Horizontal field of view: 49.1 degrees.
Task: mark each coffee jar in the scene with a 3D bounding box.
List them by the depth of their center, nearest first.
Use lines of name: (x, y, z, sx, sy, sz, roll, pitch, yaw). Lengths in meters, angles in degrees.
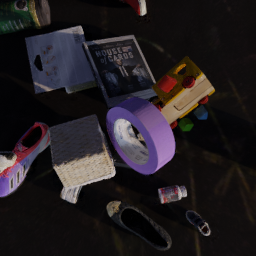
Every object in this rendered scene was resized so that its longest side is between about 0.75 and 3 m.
coffee jar: (-4.470, -4.679, 11.625, 2.432, 1.038, 1.268, -10, 62, -3)

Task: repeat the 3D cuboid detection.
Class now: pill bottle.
pill bottle: (1.503, 2.215, 9.465, 0.890, 0.493, 0.493, -11, 71, -2)

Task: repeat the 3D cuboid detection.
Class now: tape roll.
tape roll: (0.331, 0.252, 8.606, 0.758, 2.310, 2.310, -31, 72, -29)

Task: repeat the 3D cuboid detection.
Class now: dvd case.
dvd case: (-0.257, -2.216, 10.820, 2.232, 0.367, 2.970, -16, 72, -21)

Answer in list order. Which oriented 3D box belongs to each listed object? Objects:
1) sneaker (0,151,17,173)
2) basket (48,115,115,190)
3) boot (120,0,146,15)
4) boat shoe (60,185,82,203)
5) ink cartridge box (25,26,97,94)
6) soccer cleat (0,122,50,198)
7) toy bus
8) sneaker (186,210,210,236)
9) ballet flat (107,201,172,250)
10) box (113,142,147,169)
sneaker: (-4.583, 1.342, 9.099, 2.795, 1.050, 1.133, -12, 77, 36)
basket: (-1.493, 0.757, 9.087, 1.771, 1.424, 1.755, -15, 54, -5)
boot: (-0.461, -5.665, 12.057, 1.976, 0.992, 2.739, -20, 64, -7)
boat shoe: (-1.541, 1.619, 9.605, 0.687, 0.701, 1.981, 26, 82, 9)
ink cartridge box: (-2.663, -2.634, 11.157, 2.321, 0.582, 2.674, -15, 71, -5)
soccer cleat: (-3.711, 1.020, 9.591, 0.986, 1.057, 2.889, 32, 73, 11)
toy bus: (1.453, -1.084, 9.349, 2.667, 2.517, 1.378, -11, 49, -20)
sneaker: (2.331, 3.107, 9.218, 0.381, 0.385, 0.970, -42, 74, -12)
ballet flat: (0.374, 3.079, 9.060, 2.392, 0.680, 0.795, 30, 73, 10)
box: (0.192, 0.955, 9.900, 1.317, 0.519, 0.929, 10, 66, 4)
